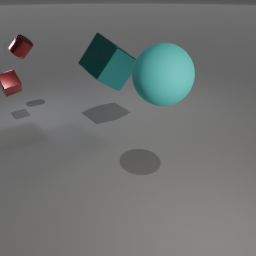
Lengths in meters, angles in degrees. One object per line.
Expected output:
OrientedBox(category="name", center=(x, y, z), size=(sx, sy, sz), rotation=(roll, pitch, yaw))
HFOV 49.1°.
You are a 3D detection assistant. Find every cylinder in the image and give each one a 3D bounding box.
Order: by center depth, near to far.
OrientedBox(category="cylinder", center=(-4.341, -3.306, 11.391), size=(0.700, 0.700, 0.700), rotation=(39, 19, -16))

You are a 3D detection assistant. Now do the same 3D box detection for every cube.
OrientedBox(category="cube", center=(-0.737, -2.497, 10.705), size=(1.400, 1.400, 1.400), rotation=(44, 15, 35))
OrientedBox(category="cube", center=(-4.795, -1.814, 11.365), size=(0.700, 0.700, 0.700), rotation=(-28, 81, -25))

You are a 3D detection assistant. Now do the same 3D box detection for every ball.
OrientedBox(category="ball", center=(0.791, -1.199, 6.344), size=(1.400, 1.400, 1.400), rotation=(0, 27, 0))
